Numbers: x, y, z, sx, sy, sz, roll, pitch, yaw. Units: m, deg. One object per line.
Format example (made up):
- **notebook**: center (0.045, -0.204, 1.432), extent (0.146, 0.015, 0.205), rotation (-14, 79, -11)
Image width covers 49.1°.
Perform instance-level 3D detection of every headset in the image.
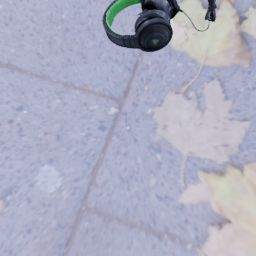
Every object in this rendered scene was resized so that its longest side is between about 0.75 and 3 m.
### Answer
- **headset**: center (0.599, -2.440, 5.885), extent (2.433, 1.143, 1.502), rotation (7, 64, 16)
